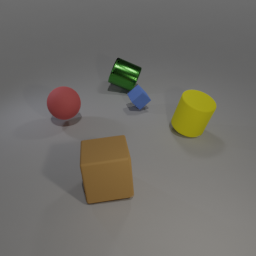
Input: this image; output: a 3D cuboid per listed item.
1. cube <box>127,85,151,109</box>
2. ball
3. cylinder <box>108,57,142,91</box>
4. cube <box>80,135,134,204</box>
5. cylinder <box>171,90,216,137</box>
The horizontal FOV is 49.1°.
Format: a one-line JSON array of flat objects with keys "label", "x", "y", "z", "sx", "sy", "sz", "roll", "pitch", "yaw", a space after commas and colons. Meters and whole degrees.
[{"label": "cube", "x": 0.517, "y": -1.438, "z": 13.075, "sx": 0.700, "sy": 0.700, "sz": 0.700, "roll": -40, "pitch": 41, "yaw": 13}, {"label": "ball", "x": -2.693, "y": -1.045, "z": 11.788, "sx": 1.400, "sy": 1.400, "sz": 1.400, "roll": 0, "pitch": 32, "yaw": 0}, {"label": "cylinder", "x": -0.168, "y": -2.813, "z": 14.824, "sx": 1.400, "sy": 1.400, "sz": 1.400, "roll": 23, "pitch": 32, "yaw": -4}, {"label": "cube", "x": -0.642, "y": 1.210, "z": 8.463, "sx": 1.400, "sy": 1.400, "sz": 1.400, "roll": -8, "pitch": 28, "yaw": -5}, {"label": "cylinder", "x": 2.613, "y": -0.583, "z": 11.258, "sx": 1.400, "sy": 1.400, "sz": 1.400, "roll": 10, "pitch": 41, "yaw": -9}]
